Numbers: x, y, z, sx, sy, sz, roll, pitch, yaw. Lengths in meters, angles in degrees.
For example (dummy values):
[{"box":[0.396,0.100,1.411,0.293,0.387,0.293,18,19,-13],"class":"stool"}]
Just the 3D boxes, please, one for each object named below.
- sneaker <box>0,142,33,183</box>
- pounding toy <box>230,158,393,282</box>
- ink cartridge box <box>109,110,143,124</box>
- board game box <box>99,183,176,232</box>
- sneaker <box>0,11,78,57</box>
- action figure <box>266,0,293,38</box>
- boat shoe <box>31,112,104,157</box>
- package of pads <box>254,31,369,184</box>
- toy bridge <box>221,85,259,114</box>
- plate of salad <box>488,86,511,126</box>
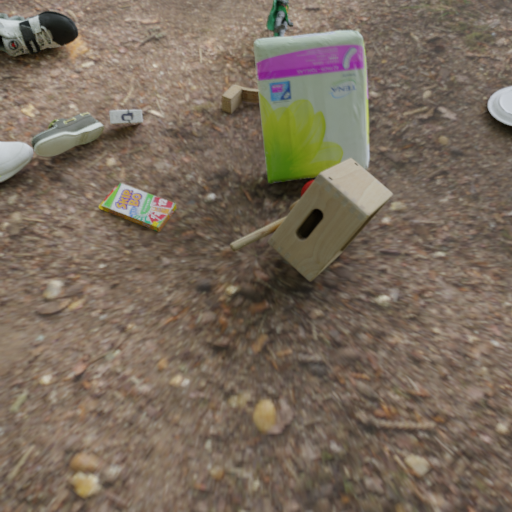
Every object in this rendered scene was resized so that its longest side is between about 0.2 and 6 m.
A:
[{"box":[-6.191,-2.175,11.856,2.709,1.350,1.014,-8,45,-7],"class":"sneaker"},{"box":[1.008,-0.631,10.117,1.506,2.118,1.950,43,32,8],"class":"pounding toy"},{"box":[-3.038,-3.246,13.082,0.731,0.308,0.530,-5,15,-13],"class":"ink cartridge box"},{"box":[-2.511,-1.045,11.757,1.519,0.228,0.726,19,56,17],"class":"board game box"},{"box":[-6.013,-5.717,14.766,2.665,0.987,1.179,2,53,13],"class":"sneaker"},{"box":[0.680,-6.433,14.995,0.565,1.220,2.065,-7,51,14],"class":"action figure"},{"box":[-4.221,-2.710,12.341,0.565,0.676,1.892,49,41,3],"class":"boat shoe"},{"box":[1.192,-3.060,11.590,2.224,2.878,0.982,-6,22,0],"class":"package of pads"},{"box":[0.838,-3.419,13.327,3.478,0.473,1.169,26,56,18],"class":"toy bridge"},{"box":[6.474,-3.538,13.462,1.721,0.413,1.721,-6,48,7],"class":"plate of salad"}]
